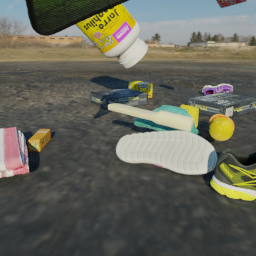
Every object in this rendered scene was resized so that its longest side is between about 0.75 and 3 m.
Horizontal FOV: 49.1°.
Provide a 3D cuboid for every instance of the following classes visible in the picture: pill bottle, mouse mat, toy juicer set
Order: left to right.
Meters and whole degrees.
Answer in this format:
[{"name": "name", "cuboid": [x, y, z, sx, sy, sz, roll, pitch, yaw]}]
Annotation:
[{"name": "pill bottle", "cuboid": [-0.667, -3.365, 9.078, 1.536, 2.947, 1.536, -35, 28, 22]}, {"name": "mouse mat", "cuboid": [0.285, -2.072, 2.230, 2.746, 2.209, 0.103, -34, 68, -25]}, {"name": "toy juicer set", "cuboid": [1.183, 0.017, 6.026, 1.873, 0.801, 2.944, 21, 15, 40]}]

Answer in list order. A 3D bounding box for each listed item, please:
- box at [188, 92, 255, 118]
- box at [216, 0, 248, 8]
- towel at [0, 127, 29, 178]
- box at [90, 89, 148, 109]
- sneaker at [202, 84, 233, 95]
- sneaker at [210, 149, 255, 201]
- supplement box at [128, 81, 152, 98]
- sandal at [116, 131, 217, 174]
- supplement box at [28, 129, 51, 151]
[{"name": "box", "cuboid": [3.107, -0.766, 9.176, 1.823, 0.465, 1.438, -13, 22, -35]}, {"name": "box", "cuboid": [2.307, -2.961, 6.020, 0.449, 0.430, 0.901, -47, 23, -3]}, {"name": "towel", "cuboid": [-3.193, 0.600, 4.863, 2.736, 0.409, 2.002, -9, 19, -21]}, {"name": "box", "cuboid": [-0.335, -1.116, 10.379, 1.749, 0.446, 1.379, -10, 20, -28]}, {"name": "sneaker", "cuboid": [3.874, -1.562, 12.102, 1.264, 0.510, 0.527, -5, 30, 15]}, {"name": "sneaker", "cuboid": [2.022, 0.690, 3.907, 1.640, 0.694, 0.611, 4, 18, 14]}, {"name": "supplement box", "cuboid": [0.503, -1.631, 11.861, 0.588, 0.591, 1.080, -9, 18, -25]}, {"name": "sandal", "cuboid": [0.690, 0.430, 5.117, 1.870, 0.761, 0.460, 8, -22, 26]}, {"name": "supplement box", "cuboid": [-1.918, 0.255, 6.117, 0.275, 0.266, 0.800, 0, 16, -1]}]
